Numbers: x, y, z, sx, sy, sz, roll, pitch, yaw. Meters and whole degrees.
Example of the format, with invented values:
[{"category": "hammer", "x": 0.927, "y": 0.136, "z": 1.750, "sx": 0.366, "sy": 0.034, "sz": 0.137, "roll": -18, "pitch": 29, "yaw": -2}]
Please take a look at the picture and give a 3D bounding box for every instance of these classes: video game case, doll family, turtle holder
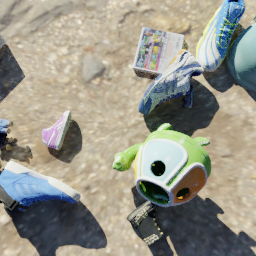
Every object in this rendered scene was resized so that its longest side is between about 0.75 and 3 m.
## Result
[{"category": "video game case", "x": 1.101, "y": -2.696, "z": 9.987, "sx": 1.552, "sy": 0.196, "sz": 1.703, "roll": 13, "pitch": 75, "yaw": 3}, {"category": "doll family", "x": -4.452, "y": 0.440, "z": 8.796, "sx": 1.230, "sy": 0.835, "sz": 2.127, "roll": 14, "pitch": 69, "yaw": 8}, {"category": "turtle holder", "x": 0.899, "y": 0.998, "z": 7.692, "sx": 2.535, "sy": 1.926, "sz": 1.800, "roll": 34, "pitch": 51, "yaw": 11}]

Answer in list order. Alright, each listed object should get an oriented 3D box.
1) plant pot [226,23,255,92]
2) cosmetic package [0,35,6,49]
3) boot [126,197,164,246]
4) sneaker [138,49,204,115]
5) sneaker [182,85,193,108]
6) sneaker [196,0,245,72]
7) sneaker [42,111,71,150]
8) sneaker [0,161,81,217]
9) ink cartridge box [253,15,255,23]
[{"category": "plant pot", "x": 4.736, "y": -2.596, "z": 9.209, "sx": 2.435, "sy": 1.631, "sz": 2.435, "roll": 0, "pitch": 74, "yaw": -1}, {"category": "cosmetic package", "x": -5.582, "y": -2.620, "z": 9.609, "sx": 1.214, "sy": 0.853, "sz": 2.394, "roll": 36, "pitch": 77, "yaw": 10}, {"category": "boot", "x": 0.781, "y": 2.655, "z": 8.271, "sx": 1.391, "sy": 0.502, "sz": 1.051, "roll": -35, "pitch": 79, "yaw": -4}, {"category": "sneaker", "x": 1.437, "y": -1.322, "z": 9.136, "sx": 1.154, "sy": 0.985, "sz": 2.618, "roll": 40, "pitch": 86, "yaw": 1}, {"category": "sneaker", "x": 2.016, "y": -1.083, "z": 9.467, "sx": 0.352, "sy": 0.300, "sz": 0.805, "roll": 5, "pitch": 74, "yaw": 7}, {"category": "sneaker", "x": 3.150, "y": -3.378, "z": 9.500, "sx": 1.077, "sy": 1.493, "sz": 2.843, "roll": 20, "pitch": 74, "yaw": 6}, {"category": "sneaker", "x": -2.355, "y": -0.025, "z": 9.067, "sx": 0.752, "sy": 0.478, "sz": 1.319, "roll": 17, "pitch": 74, "yaw": 8}, {"category": "sneaker", "x": -2.730, "y": 2.045, "z": 8.163, "sx": 2.543, "sy": 0.976, "sz": 1.415, "roll": 20, "pitch": 69, "yaw": 10}, {"category": "ink cartridge box", "x": 6.014, "y": -4.511, "z": 10.080, "sx": 1.762, "sy": 0.998, "sz": 2.404, "roll": 36, "pitch": 77, "yaw": 10}]
